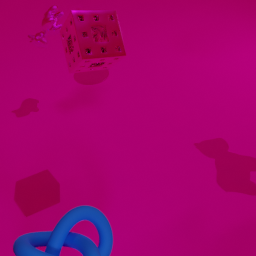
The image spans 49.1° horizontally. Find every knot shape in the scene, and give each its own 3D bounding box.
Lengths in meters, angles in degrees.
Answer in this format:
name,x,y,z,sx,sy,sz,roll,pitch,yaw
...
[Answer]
name,x,y,z,sx,sy,sz,roll,pitch,yaw
knot shape,-0.802,1.777,4.154,1.471,0.680,1.376,30,43,31

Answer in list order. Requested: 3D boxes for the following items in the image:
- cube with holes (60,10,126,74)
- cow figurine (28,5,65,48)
name,x,y,z,sx,sy,sz,roll,pitch,yaw
cube with holes,-0.596,-1.402,4.621,0.750,0.750,0.750,-13,90,-27
cow figurine,-2.146,-2.607,7.360,0.995,0.555,1.011,-19,58,32
